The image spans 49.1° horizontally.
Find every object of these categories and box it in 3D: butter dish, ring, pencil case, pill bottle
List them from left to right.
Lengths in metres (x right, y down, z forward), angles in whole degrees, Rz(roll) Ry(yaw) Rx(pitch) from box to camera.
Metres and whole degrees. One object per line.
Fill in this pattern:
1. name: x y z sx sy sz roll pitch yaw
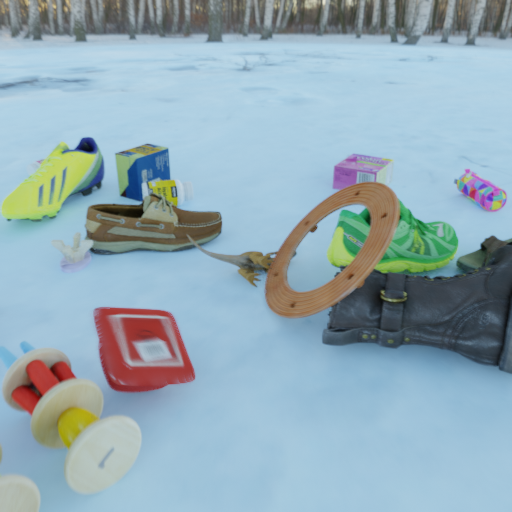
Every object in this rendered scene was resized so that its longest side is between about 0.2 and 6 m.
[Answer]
1. pill bottle: -5.697 -2.347 14.858 0.396 0.396 0.698 15 31 28
2. butter dish: -1.521 1.293 7.014 1.150 0.850 1.147 8 41 -40
3. pill bottle: -2.008 -1.417 12.735 1.097 0.611 0.611 -9 27 -15
4. ring: 1.146 -0.091 8.683 2.611 0.250 2.611 -39 27 24
5. pencil case: 5.179 -1.516 12.948 0.625 0.625 1.414 -5 28 -10

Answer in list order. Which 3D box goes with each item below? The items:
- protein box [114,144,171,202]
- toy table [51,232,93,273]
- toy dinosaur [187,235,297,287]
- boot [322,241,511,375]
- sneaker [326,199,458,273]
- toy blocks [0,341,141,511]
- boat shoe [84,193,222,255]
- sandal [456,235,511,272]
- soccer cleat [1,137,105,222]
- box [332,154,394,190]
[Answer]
1. protein box: -2.685 -2.013 13.409 0.729 1.073 1.080 17 31 30
2. toy table: -3.312 -0.072 10.161 0.740 0.472 0.805 -4 28 -8
3. toy dinosaur: -0.200 0.109 9.802 1.967 0.594 1.045 7 12 -19
4. boot: 2.571 0.478 8.341 2.828 1.124 3.248 9 28 20
5. sneaker: 2.538 -0.398 9.713 2.973 1.243 1.101 -6 19 -36
6. toy blocks: -2.682 1.778 5.963 1.970 0.858 2.363 -22 34 -38
7. boat shoe: -1.967 -0.662 10.768 2.648 0.978 1.002 -7 27 -13
8. sandal: 4.347 -0.113 10.074 2.098 0.599 0.833 -21 33 -34
9. soccer cleat: -4.557 -1.774 12.523 1.099 1.422 3.399 7 27 15
10. box: 2.684 -2.043 13.989 1.120 0.616 1.274 15 29 28
